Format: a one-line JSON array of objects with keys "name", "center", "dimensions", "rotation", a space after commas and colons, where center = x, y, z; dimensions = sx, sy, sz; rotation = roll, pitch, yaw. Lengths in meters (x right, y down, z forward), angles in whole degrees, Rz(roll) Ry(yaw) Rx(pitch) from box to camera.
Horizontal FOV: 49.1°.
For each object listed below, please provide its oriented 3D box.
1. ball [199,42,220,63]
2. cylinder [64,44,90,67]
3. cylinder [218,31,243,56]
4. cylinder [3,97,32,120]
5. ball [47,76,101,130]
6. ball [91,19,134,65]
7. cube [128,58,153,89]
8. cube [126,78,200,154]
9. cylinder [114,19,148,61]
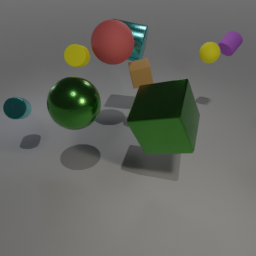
[{"name": "ball", "center": [2.774, -2.558, 9.516], "dimensions": [0.700, 0.700, 0.700], "rotation": [0, 29, 0]}, {"name": "cylinder", "center": [-1.643, -2.344, 9.114], "dimensions": [0.700, 0.700, 0.700], "rotation": [3, 13, 5]}, {"name": "cylinder", "center": [4.022, -3.329, 11.041], "dimensions": [0.700, 0.700, 0.700], "rotation": [-50, 46, -8]}, {"name": "cylinder", "center": [-3.514, -0.627, 8.937], "dimensions": [0.700, 0.700, 0.700], "rotation": [-3, 4, -6]}, {"name": "ball", "center": [-1.411, -0.648, 7.373], "dimensions": [1.400, 1.400, 1.400], "rotation": [0, 29, 0]}, {"name": "ball", "center": [-0.499, -2.767, 9.070], "dimensions": [1.400, 1.400, 1.400], "rotation": [0, 29, 0]}, {"name": "cube", "center": [0.435, -1.883, 9.647], "dimensions": [0.700, 0.700, 0.700], "rotation": [-12, 37, 4]}, {"name": "cube", "center": [1.000, -0.265, 7.455], "dimensions": [1.400, 1.400, 1.400], "rotation": [-4, 46, 28]}, {"name": "cylinder", "center": [-0.046, -3.367, 10.836], "dimensions": [1.400, 1.400, 1.400], "rotation": [14, 31, 4]}]
